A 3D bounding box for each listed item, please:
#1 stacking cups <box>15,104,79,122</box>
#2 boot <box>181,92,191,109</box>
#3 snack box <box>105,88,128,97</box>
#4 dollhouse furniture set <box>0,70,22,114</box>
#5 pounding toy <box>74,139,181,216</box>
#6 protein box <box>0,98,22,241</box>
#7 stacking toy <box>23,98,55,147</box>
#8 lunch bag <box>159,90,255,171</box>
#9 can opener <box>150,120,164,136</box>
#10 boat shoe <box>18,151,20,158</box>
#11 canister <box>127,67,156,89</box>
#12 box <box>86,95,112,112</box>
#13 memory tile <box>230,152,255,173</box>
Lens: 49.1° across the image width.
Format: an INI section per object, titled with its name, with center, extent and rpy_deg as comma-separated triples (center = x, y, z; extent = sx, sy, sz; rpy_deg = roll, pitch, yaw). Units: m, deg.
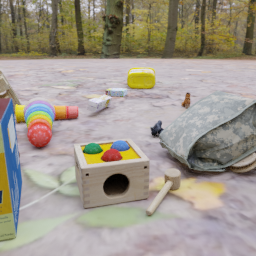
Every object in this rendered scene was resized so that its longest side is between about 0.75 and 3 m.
[stacking cups]
center = -2.881, -0.516, 10.097
extent = 2.161, 0.654, 0.654
rpy_deg = 0, 17, -13
[boot]
center = 2.525, -1.230, 12.165
extent = 0.320, 0.648, 0.834
rpy_deg = 1, 17, 2
[snack box]
center = -0.603, -1.908, 14.894
extent = 1.001, 0.339, 0.844
rpy_deg = 5, 17, 13
[dollhouse furniture set]
center = -5.452, -0.834, 10.581
extent = 2.416, 1.519, 2.732
rpy_deg = -31, 27, -13
[pounding toy]
center = 0.077, 0.791, 5.205
extent = 1.953, 0.893, 1.715
rpy_deg = -5, 18, -16
[protein box]
center = -2.425, 0.568, 4.431
extent = 1.199, 1.764, 1.777
rpy_deg = -5, 18, -16
[stacking toy]
center = -2.602, -0.148, 8.334
extent = 1.002, 1.002, 2.346
rpy_deg = -5, 23, -17
[lunch bag]
center = 1.891, 0.150, 6.597
extent = 2.088, 1.228, 1.712
rpy_deg = -29, 19, -4
[can opener]
center = 0.913, 0.010, 8.806
extent = 0.384, 0.476, 1.212
rpy_deg = -37, 8, 13
[boat shoe]
center = -3.077, 0.725, 6.338
extent = 0.378, 0.418, 1.172
rpy_deg = 5, 9, 41
[canister]
center = 0.860, -3.198, 17.876
extent = 1.855, 1.081, 2.497
rpy_deg = 1, 18, 3
[box]
center = -1.124, -1.016, 11.363
extent = 0.411, 0.384, 1.982
rpy_deg = 18, 16, 10
[memory tile]
center = 3.314, 0.184, 6.708
extent = 1.898, 0.208, 2.476
rpy_deg = -19, 17, 25
